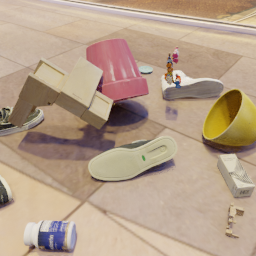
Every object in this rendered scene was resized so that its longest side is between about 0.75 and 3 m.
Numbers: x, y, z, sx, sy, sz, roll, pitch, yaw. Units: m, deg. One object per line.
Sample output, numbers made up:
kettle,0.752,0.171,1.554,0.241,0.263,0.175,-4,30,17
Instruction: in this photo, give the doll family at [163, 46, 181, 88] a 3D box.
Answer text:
doll family,1.609,-2.245,10.516,0.716,1.590,0.987,-2,27,13

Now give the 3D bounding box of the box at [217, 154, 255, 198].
box,3.225,1.417,8.470,0.562,0.467,1.367,-5,38,-7

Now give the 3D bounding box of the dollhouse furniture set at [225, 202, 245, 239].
dollhouse furniture set,2.794,2.362,7.254,0.382,0.447,0.862,12,39,18

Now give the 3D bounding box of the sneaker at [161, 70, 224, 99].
sneaker,2.830,-2.104,12.670,2.695,0.993,1.557,-2,40,-1

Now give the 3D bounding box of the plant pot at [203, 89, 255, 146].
plant pot,3.750,-0.155,9.621,1.393,1.962,1.962,29,37,-11

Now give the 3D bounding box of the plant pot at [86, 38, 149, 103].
plant pot,-0.610,-2.126,10.873,2.492,2.231,2.492,-13,5,1

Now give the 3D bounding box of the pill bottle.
pill bottle,-1.876,2.585,6.783,1.132,0.655,0.655,1,37,2

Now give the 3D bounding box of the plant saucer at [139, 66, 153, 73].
plant saucer,0.903,-3.000,14.538,0.768,0.148,0.768,0,36,0

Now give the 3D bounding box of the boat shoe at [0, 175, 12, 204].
boat shoe,-4.057,1.521,8.139,0.654,0.695,1.934,-24,45,-34

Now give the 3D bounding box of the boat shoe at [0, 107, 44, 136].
boat shoe,-4.447,-0.320,10.450,2.588,0.824,0.915,-22,42,-26

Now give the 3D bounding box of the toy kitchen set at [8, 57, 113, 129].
toy kitchen set,-2.125,-0.951,9.572,2.598,2.344,2.120,31,41,-16

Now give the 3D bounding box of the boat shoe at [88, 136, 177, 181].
boat shoe,0.131,0.963,8.915,2.815,1.011,0.952,-16,3,-10
